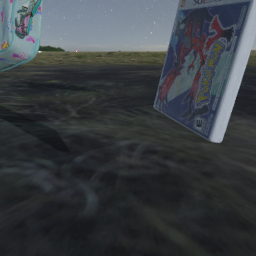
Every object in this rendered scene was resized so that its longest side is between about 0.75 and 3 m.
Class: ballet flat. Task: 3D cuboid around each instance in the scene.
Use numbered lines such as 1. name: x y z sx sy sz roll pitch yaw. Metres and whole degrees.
1. ballet flat: -1.802 -2.036 5.016 0.269 0.757 0.262 19 -6 -9

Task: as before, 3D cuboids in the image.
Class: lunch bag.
1. lunch bag: -2.513 -2.213 5.818 1.545 1.927 0.743 -11 -16 34

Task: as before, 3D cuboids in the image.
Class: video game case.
1. video game case: 0.922 -0.900 3.676 0.202 1.761 1.605 6 16 -22
